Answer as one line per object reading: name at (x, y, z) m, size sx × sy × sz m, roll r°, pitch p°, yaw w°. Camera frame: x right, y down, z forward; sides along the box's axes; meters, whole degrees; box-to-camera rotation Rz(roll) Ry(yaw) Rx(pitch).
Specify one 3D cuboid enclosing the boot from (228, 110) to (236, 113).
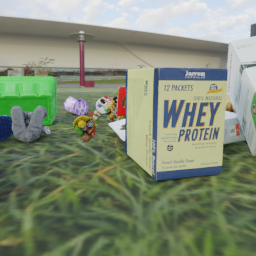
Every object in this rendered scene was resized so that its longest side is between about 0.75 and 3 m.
boot at (5.392, -1.171, 12.850) m, size 2.745 × 0.994 × 1.980 m, roll -7°, pitch 10°, yaw -19°

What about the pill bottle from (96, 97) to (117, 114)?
pill bottle at (-0.906, -1.043, 12.748) m, size 0.694 × 0.694 × 1.237 m, roll 3°, pitch 10°, yaw 18°

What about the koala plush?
koala plush at (-2.466, -0.019, 7.176) m, size 0.871 × 0.902 × 0.982 m, roll 1°, pitch -11°, yaw -5°

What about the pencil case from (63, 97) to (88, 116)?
pencil case at (-2.291, -0.983, 12.351) m, size 0.710 × 0.723 × 1.691 m, roll -4°, pitch 12°, yaw -28°

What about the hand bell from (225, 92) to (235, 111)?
hand bell at (4.046, -0.788, 10.583) m, size 1.518 × 1.518 × 2.916 m, roll -4°, pitch 22°, yaw -23°

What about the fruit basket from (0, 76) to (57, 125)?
fruit basket at (-3.736, -0.954, 9.817) m, size 2.593 × 1.870 × 2.593 m, roll 5°, pitch 27°, yaw -3°

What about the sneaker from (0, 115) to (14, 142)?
sneaker at (-3.594, 0.041, 6.575) m, size 0.774 × 0.696 × 1.986 m, roll 12°, pitch 15°, yaw 21°

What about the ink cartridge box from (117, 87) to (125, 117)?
ink cartridge box at (0.734, -0.728, 8.955) m, size 2.067 × 1.201 × 0.695 m, roll -5°, pitch 38°, yaw -13°

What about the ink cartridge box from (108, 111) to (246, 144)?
ink cartridge box at (1.109, 0.069, 7.214) m, size 2.887 × 0.724 × 2.342 m, roll -14°, pitch 13°, yaw -10°

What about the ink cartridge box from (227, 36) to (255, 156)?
ink cartridge box at (2.669, -0.692, 5.627) m, size 0.831 × 1.467 × 2.002 m, roll -11°, pitch 51°, yaw 7°

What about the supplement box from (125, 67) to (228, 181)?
supplement box at (0.721, -0.195, 4.958) m, size 1.148 × 1.710 × 1.709 m, roll -3°, pitch 10°, yaw -16°

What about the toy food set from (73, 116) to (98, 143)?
toy food set at (-0.874, 0.082, 5.979) m, size 0.452 × 0.769 × 0.251 m, roll -23°, pitch 47°, yaw -6°

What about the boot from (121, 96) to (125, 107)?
boot at (0.811, -1.047, 12.169) m, size 1.960 × 0.913 × 2.534 m, roll -6°, pitch 17°, yaw -27°

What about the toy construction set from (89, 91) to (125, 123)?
toy construction set at (-0.610, -0.527, 9.715) m, size 1.253 × 1.045 × 0.963 m, roll -26°, pitch 33°, yaw -21°

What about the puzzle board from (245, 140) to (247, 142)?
puzzle board at (3.507, 0.168, 7.451) m, size 1.324 × 0.153 × 1.757 m, roll -1°, pitch 10°, yaw -5°
